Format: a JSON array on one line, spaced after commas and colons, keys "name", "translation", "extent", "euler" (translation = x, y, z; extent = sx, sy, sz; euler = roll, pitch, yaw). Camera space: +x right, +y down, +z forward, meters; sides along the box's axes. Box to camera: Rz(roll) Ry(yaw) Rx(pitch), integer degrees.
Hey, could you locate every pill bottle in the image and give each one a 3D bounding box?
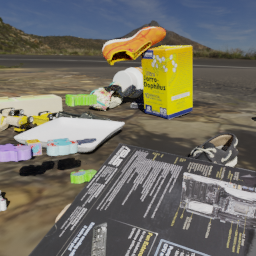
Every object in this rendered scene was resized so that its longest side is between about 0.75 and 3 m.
[{"name": "pill bottle", "translation": [0.542, -2.347, 14.374], "extent": [1.532, 1.532, 2.633], "euler": [12, 18, 37]}]

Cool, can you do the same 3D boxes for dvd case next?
[{"name": "dvd case", "translation": [1.310, -1.231, 12.599], "extent": [1.736, 0.187, 2.335], "euler": [6, 21, 20]}]

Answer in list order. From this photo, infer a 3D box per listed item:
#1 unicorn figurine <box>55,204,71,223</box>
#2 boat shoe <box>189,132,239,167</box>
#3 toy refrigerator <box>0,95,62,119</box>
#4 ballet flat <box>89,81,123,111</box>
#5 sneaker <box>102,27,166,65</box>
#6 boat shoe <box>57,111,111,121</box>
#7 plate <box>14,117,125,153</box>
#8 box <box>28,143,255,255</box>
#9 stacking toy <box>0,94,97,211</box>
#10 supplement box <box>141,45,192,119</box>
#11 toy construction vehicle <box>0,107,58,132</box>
[{"name": "unicorn figurine", "translation": [0.216, 0.939, 3.447], "extent": [2.298, 0.848, 1.578], "euler": [1, 23, -33]}, {"name": "boat shoe", "translation": [1.561, 0.568, 5.346], "extent": [0.767, 0.626, 2.076], "euler": [14, 20, 42]}, {"name": "toy refrigerator", "translation": [-3.555, -0.688, 9.680], "extent": [2.354, 0.824, 0.894], "euler": [-10, 18, -32]}, {"name": "ballet flat", "translation": [-0.763, -1.304, 12.162], "extent": [0.955, 1.130, 2.989], "euler": [33, 26, 7]}, {"name": "sneaker", "translation": [0.274, -2.698, 9.429], "extent": [2.246, 0.866, 0.820], "euler": [-24, -23, -1]}, {"name": "boat shoe", "translation": [-1.367, -0.264, 8.724], "extent": [1.748, 0.495, 0.600], "euler": [1, 15, 3]}, {"name": "plate", "translation": [-1.414, 0.174, 7.311], "extent": [2.131, 0.345, 2.136], "euler": [6, 17, 19]}, {"name": "box", "translation": [0.290, 1.136, 1.844], "extent": [1.949, 0.615, 2.472], "euler": [10, 33, 22]}, {"name": "stacking toy", "translation": [-1.389, 0.331, 4.403], "extent": [2.105, 1.587, 0.495], "euler": [-8, 18, -32]}, {"name": "supplement box", "translation": [1.421, -1.705, 10.157], "extent": [1.311, 2.394, 1.303], "euler": [-19, 23, -34]}, {"name": "toy construction vehicle", "translation": [-3.162, -0.171, 8.402], "extent": [1.547, 0.626, 1.777], "euler": [9, 12, 16]}]
